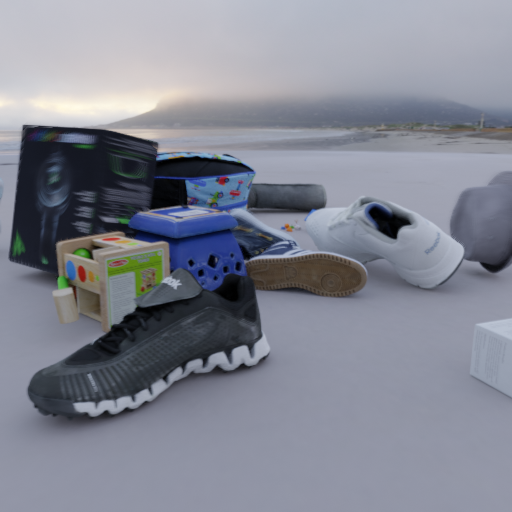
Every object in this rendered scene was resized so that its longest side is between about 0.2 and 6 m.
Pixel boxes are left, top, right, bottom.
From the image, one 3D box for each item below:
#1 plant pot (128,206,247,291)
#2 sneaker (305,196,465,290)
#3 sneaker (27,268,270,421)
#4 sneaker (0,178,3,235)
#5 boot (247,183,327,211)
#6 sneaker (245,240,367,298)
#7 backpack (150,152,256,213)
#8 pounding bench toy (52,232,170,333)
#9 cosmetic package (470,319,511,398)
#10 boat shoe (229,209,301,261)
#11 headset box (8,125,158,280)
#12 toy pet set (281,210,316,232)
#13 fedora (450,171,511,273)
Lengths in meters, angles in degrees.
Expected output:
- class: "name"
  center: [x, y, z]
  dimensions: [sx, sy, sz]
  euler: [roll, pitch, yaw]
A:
- class: "plant pot"
  center: [-1.100, -0.057, 8.647]
  dimensions: [1.440, 1.294, 1.440]
  euler: [-13, 18, -43]
- class: "sneaker"
  center: [1.951, -0.512, 9.602]
  dimensions: [1.418, 1.213, 3.256]
  euler: [44, -17, -33]
- class: "sneaker"
  center: [-0.973, 0.735, 5.583]
  dimensions: [2.622, 1.186, 0.871]
  euler: [-11, 16, -37]
- class: "sneaker"
  center: [-5.368, -0.708, 10.871]
  dimensions: [0.655, 1.648, 1.076]
  euler: [7, 22, -13]
- class: "boot"
  center: [0.551, -1.598, 16.023]
  dimensions: [2.917, 1.058, 2.652]
  euler: [10, 24, -2]
- class: "sneaker"
  center: [0.849, 0.161, 9.028]
  dimensions: [1.976, 0.692, 1.072]
  euler: [2, 15, 19]
- class: "backpack"
  center: [-1.547, -1.177, 11.670]
  dimensions: [3.005, 2.022, 2.743]
  euler: [-5, 14, -16]
- class: "pounding bench toy"
  center: [-2.205, 0.349, 7.522]
  dimensions: [1.290, 1.027, 1.653]
  euler: [12, 18, 41]
- class: "cosmetic package"
  center: [2.646, 1.030, 5.639]
  dimensions: [0.585, 0.584, 0.709]
  euler: [-5, 15, -23]
- class: "boat shoe"
  center: [0.079, -0.150, 9.906]
  dimensions: [1.574, 0.715, 0.557]
  euler: [28, -35, -23]
- class: "headset box"
  center: [-2.918, -0.796, 9.300]
  dimensions: [2.179, 2.503, 1.161]
  euler: [12, 7, 34]
- class: "toy pet set"
  center: [1.243, -0.874, 13.629]
  dimensions: [1.000, 0.531, 0.934]
  euler: [-8, 15, -27]
- class: "fedora"
  center: [3.864, -0.589, 9.574]
  dimensions: [0.792, 1.753, 1.551]
  euler: [1, 12, -8]
